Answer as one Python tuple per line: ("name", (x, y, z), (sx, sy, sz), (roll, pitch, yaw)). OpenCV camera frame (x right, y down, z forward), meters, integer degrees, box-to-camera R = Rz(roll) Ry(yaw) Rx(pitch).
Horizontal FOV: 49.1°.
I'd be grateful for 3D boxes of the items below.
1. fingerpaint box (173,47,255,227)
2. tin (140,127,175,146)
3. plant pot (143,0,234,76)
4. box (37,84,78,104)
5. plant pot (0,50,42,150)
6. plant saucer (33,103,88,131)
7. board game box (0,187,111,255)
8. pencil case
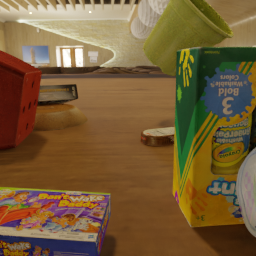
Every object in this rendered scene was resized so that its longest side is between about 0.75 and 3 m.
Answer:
("fingerpaint box", (2.111, 0.053, 3.923), (2.764, 2.306, 1.014), (-1, 14, -5))
("tin", (1.079, 0.206, 7.641), (1.554, 0.325, 0.870), (-6, 11, -23))
("plant pot", (1.821, -3.167, 9.617), (2.328, 2.532, 2.532), (-45, -16, 35))
("box", (-3.596, -1.276, 11.725), (2.077, 0.634, 2.622), (-8, 1, -35))
("plant pot", (-3.758, -0.787, 7.283), (2.433, 2.761, 2.758), (12, 12, -7))
("plant saucer", (-2.950, -0.487, 10.013), (2.981, 0.528, 2.981), (0, 13, 0))
("board game box", (-0.968, 1.042, 3.093), (1.437, 0.322, 0.966), (2, 14, 4))
("pencil case", (2.435, 0.762, 3.067), (2.346, 1.064, 0.975), (8, 47, -8))
